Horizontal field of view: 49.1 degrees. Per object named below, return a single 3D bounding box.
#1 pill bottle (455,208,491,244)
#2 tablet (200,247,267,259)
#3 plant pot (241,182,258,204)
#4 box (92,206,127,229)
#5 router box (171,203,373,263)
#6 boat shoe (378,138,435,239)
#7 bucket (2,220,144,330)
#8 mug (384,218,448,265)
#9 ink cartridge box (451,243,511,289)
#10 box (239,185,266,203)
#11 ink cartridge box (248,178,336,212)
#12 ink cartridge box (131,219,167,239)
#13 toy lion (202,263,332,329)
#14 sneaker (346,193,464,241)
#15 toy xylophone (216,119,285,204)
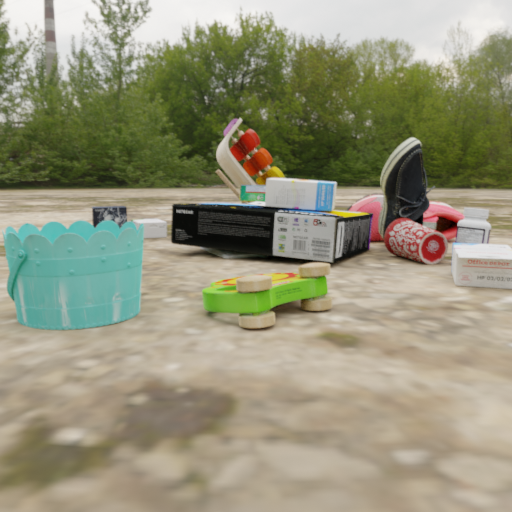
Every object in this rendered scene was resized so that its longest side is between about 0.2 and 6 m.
[{"bbox_3d":[3.618,-0.313,9.372,0.530,0.951,0.530,7,5,-1],"label":"pill bottle"},{"bbox_3d":[-0.437,-0.110,11.048,0.969,0.102,1.490,-4,9,-24],"label":"tablet"},{"bbox_3d":[0.408,-1.580,17.308,1.244,1.256,1.256,14,15,33],"label":"plant pot"},{"bbox_3d":[-3.573,-0.834,13.658,0.807,0.734,0.420,-4,9,-20],"label":"box"},{"bbox_3d":[0.360,-0.540,10.865,3.259,0.832,2.431,7,8,25],"label":"router box"},{"bbox_3d":[2.962,-1.144,10.921,1.001,2.684,0.835,-34,54,-20],"label":"boat shoe"},{"bbox_3d":[-1.988,0.162,6.233,1.564,1.017,1.564,0,8,0],"label":"bucket"},{"bbox_3d":[2.984,-0.254,10.060,0.956,0.719,1.077,-4,13,-15],"label":"mug"},{"bbox_3d":[3.267,0.148,8.037,0.824,0.486,1.432,3,9,17],"label":"ink cartridge box"},{"bbox_3d":[0.522,-1.261,11.996,0.938,0.387,1.599,8,3,41],"label":"box"},{"bbox_3d":[0.677,-1.149,10.304,1.529,0.519,0.880,5,9,10],"label":"ink cartridge box"},{"bbox_3d":[-2.627,-0.672,13.715,0.678,0.393,0.937,-4,10,-24],"label":"ink cartridge box"},{"bbox_3d":[0.000,0.410,6.598,1.534,0.549,1.600,-1,6,44],"label":"toy lion"},{"bbox_3d":[3.379,-0.818,12.438,2.930,1.080,1.271,-2,10,-13],"label":"sneaker"},{"bbox_3d":[0.059,-1.815,14.102,0.832,3.312,2.425,-41,15,-13],"label":"toy xylophone"}]
